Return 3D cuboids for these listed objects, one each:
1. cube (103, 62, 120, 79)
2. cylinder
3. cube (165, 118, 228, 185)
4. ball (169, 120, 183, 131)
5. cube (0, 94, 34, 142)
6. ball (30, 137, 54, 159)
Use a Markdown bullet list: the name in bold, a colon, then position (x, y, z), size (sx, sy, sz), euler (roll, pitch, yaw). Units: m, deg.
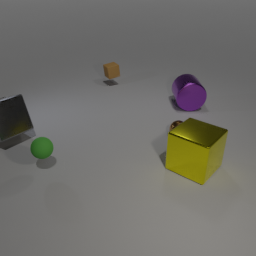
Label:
- **cube**: position (-0.926, -3.258, 15.868), size (0.700, 0.700, 0.700), euler (-20, 34, -19)
- **cylinder**: position (2.897, -1.716, 13.419), size (1.400, 1.400, 1.400), euler (-1, 29, -2)
- **cube**: position (2.197, 0.692, 9.063), size (1.400, 1.400, 1.400), euler (22, 36, 34)
- **ball**: position (1.965, 0.048, 10.925), size (0.700, 0.700, 0.700), euler (0, 29, 0)
- **cube**: position (-4.709, -0.368, 10.581), size (1.400, 1.400, 1.400), euler (-1, 21, 42)
- **ball**: position (-2.709, 0.628, 8.824), size (0.700, 0.700, 0.700), euler (0, 29, 0)
